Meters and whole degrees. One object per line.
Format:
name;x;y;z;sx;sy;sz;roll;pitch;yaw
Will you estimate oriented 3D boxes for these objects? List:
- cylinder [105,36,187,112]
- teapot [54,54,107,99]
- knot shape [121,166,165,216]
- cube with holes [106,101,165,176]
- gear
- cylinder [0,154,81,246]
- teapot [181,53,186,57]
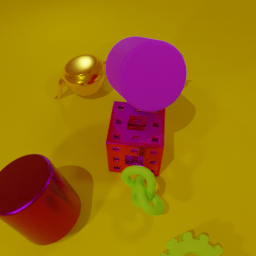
cylinder;0.310;-1.142;5.712;1.326;1.326;1.326;-15;24;-11
teapot;-1.202;-1.340;7.569;1.899;0.930;1.181;-23;49;-6
knot shape;0.260;1.204;5.481;0.491;0.995;1.064;-28;88;-16
cube with holes;0.188;0.242;6.191;1.138;1.138;1.138;5;52;4
gear;1.122;2.464;4.747;1.276;0.236;1.276;5;60;-8
cylinder;-1.658;1.306;5.112;1.224;1.224;1.224;-13;43;13
teapot;0.866;-1.667;7.566;1.231;0.969;1.980;-38;29;-30
